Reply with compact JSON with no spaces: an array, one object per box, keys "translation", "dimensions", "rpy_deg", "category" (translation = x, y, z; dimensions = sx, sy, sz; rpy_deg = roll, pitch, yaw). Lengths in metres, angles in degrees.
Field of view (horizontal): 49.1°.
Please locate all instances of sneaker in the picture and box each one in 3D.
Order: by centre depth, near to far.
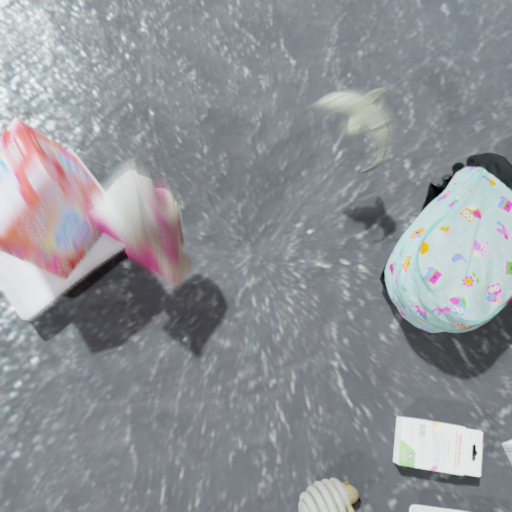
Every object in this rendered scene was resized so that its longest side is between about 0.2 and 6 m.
[{"translation":[-1.557,-0.426,8.829],"dimensions":[1.028,2.527,1.115],"rpy_deg":[28,77,24],"category":"sneaker"}]

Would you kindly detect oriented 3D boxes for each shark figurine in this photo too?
[{"translation":[1.870,-2.203,9.249],"dimensions":[0.974,0.680,1.629],"rpy_deg":[-27,117,24],"category":"shark figurine"}]

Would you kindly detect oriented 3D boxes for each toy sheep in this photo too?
[{"translation":[1.119,4.091,9.128],"dimensions":[1.227,0.846,0.846],"rpy_deg":[-16,75,-20],"category":"toy sheep"}]

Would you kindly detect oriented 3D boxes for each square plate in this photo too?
[{"translation":[-3.839,-0.454,10.476],"dimensions":[2.547,0.362,2.523],"rpy_deg":[-38,69,-11],"category":"square plate"}]

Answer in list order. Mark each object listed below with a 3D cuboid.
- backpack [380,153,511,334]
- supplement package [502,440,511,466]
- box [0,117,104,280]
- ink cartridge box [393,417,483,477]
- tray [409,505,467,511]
[{"translation":[3.636,-0.093,9.705],"dimensions":[3.075,1.947,2.566],"rpy_deg":[-43,81,-9],"category":"backpack"},{"translation":[4.813,3.635,9.294],"dimensions":[0.737,0.710,1.296],"rpy_deg":[-20,75,-5],"category":"supplement package"},{"translation":[-3.604,-1.025,9.291],"dimensions":[1.437,1.325,2.800],"rpy_deg":[-52,41,3],"category":"box"},{"translation":[3.083,3.247,9.532],"dimensions":[1.369,0.461,0.802],"rpy_deg":[9,75,3],"category":"ink cartridge box"},{"translation":[3.704,4.929,9.152],"dimensions":[2.523,0.280,1.355],"rpy_deg":[7,74,2],"category":"tray"}]
